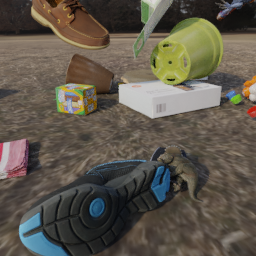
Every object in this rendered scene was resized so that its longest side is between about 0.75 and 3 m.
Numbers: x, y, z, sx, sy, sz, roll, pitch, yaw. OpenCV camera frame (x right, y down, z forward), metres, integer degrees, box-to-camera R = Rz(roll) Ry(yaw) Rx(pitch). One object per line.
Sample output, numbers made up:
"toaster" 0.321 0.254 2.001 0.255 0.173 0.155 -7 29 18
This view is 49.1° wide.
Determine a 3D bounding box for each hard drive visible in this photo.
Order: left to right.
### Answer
"hard drive" 0.791 0.699 5.588 0.747 0.235 1.108 6 22 15

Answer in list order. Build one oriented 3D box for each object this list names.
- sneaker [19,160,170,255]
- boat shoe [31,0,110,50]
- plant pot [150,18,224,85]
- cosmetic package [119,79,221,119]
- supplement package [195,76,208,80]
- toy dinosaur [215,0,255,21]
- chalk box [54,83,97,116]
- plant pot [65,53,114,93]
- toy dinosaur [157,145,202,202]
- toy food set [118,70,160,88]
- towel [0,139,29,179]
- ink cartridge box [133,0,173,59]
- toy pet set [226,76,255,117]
"sneaker" -0.448 1.045 4.054 1.003 0.896 2.448 6 11 43
"boat shoe" -1.705 -3.190 8.008 2.881 0.973 1.037 36 50 18
"plant pot" 1.923 -2.534 9.867 2.274 2.274 2.091 14 32 31
"cosmetic package" 1.413 -1.148 9.724 2.838 0.733 2.140 -12 21 -28
"supplement package" 3.622 -2.811 14.148 0.600 0.608 1.003 0 21 -1
"toy dinosaur" 1.965 -2.168 4.794 1.258 0.661 1.142 31 -4 15
"chalk box" -1.784 -0.968 9.085 1.332 0.826 0.831 9 22 21
"plant pot" -1.444 -1.986 11.152 1.656 1.548 1.548 16 22 0
"toy dinosaur" 0.914 0.708 4.912 0.673 0.506 1.315 -21 38 -27
"toy food set" 0.953 -2.040 12.120 2.592 0.637 2.619 19 28 40
"towel" -3.147 0.665 5.688 2.127 0.242 1.532 -7 21 -16
"ink cartridge box" 0.676 -3.653 9.129 0.615 2.565 1.867 35 3 2
"toy pet set" 5.012 -0.928 8.916 2.740 1.558 2.934 -34 11 16
